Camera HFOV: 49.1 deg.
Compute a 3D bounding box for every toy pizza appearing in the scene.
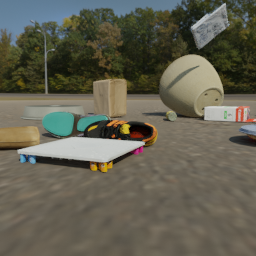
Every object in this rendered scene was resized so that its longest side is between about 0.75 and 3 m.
[{"bbox_3d":[2.946,0.161,5.158,1.706,0.270,1.706,1,7,0],"label":"toy pizza"}]

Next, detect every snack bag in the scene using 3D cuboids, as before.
[{"bbox_3d":[2.563,-3.141,8.673,1.232,0.132,1.162,-37,-28,10],"label":"snack bag"}]

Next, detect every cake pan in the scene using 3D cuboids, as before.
[{"bbox_3d":[-2.914,-0.652,11.118,2.551,0.468,2.551,0,6,0],"label":"cake pan"}]

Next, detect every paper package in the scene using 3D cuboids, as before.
[{"bbox_3d":[-0.754,-1.212,11.438,0.808,1.489,1.563,-4,8,-31],"label":"paper package"}]

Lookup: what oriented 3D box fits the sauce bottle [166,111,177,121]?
[{"bbox_3d":[1.513,-0.435,9.919,0.329,0.329,1.018,0,6,2],"label":"sauce bottle"}]

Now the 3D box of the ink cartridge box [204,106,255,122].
[{"bbox_3d":[3.732,-0.495,9.611,1.956,0.492,1.066,3,8,32],"label":"ink cartridge box"}]

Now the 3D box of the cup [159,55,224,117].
[{"bbox_3d":[2.723,-1.400,11.075,2.486,2.486,1.778,-3,33,-22],"label":"cup"}]

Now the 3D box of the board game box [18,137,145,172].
[{"bbox_3d":[-0.606,0.338,4.063,1.353,0.175,1.353,2,7,23],"label":"board game box"}]

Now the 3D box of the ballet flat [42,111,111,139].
[{"bbox_3d":[-0.991,0.005,5.785,1.702,0.612,0.612,4,8,28],"label":"ballet flat"}]

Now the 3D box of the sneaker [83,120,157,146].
[{"bbox_3d":[-0.142,0.042,4.759,1.303,0.456,0.586,2,-13,4],"label":"sneaker"}]

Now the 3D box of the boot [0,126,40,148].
[{"bbox_3d":[-2.273,0.137,4.844,1.324,0.438,1.159,-4,21,-24],"label":"boot"}]
